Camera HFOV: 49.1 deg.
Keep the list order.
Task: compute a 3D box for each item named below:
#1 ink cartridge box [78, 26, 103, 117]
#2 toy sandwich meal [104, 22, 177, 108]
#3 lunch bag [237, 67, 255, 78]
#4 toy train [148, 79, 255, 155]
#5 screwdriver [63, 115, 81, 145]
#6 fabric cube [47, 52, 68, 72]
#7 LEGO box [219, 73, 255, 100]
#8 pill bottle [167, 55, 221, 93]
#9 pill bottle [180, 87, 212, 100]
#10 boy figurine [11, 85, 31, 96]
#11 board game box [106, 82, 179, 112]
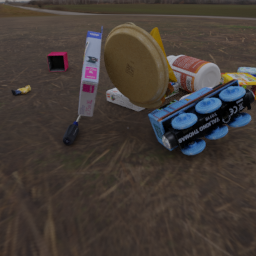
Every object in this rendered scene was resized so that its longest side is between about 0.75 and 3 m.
[{"bbox_3d":[-1.174,-1.843,8.788,0.547,1.556,2.608,9,54,-9],"label":"ink cartridge box"},{"bbox_3d":[0.390,-1.837,8.408,2.716,2.716,0.930,23,45,37],"label":"toy sandwich meal"},{"bbox_3d":[6.218,-2.785,14.357,1.149,0.474,0.923,6,26,11],"label":"lunch bag"},{"bbox_3d":[2.102,-0.389,8.040,2.952,1.280,1.686,-29,27,-10],"label":"toy train"},{"bbox_3d":[-1.757,-0.288,9.529,0.415,0.398,2.854,26,27,-15],"label":"screwdriver"},{"bbox_3d":[-3.918,-3.726,15.707,0.936,0.918,0.933,-1,27,0],"label":"fabric cube"},{"bbox_3d":[4.951,-1.850,12.288,1.342,0.695,1.802,-2,27,-4],"label":"LEGO box"},{"bbox_3d":[2.713,-2.453,12.621,1.466,1.466,2.613,-16,32,-28],"label":"pill bottle"},{"bbox_3d":[2.424,-0.768,9.877,1.907,0.994,0.994,-23,35,-37],"label":"pill bottle"},{"bbox_3d":[-4.672,-1.662,12.408,0.533,0.276,0.857,20,35,38],"label":"boy figurine"},{"bbox_3d":[0.676,-1.528,11.899,1.744,0.478,2.762,23,35,37],"label":"board game box"}]
